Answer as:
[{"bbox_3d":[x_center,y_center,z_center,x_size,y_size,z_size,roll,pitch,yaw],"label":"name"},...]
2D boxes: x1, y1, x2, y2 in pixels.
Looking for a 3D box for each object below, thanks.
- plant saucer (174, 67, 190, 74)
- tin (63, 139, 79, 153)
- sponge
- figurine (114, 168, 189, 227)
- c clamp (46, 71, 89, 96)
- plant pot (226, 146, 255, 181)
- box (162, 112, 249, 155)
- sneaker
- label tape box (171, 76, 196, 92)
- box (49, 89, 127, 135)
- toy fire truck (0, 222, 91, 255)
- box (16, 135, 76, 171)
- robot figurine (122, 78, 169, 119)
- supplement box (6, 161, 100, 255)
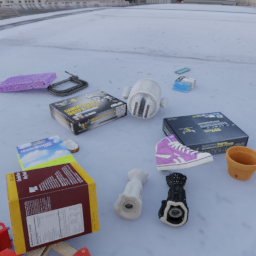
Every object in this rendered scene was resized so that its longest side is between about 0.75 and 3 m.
[{"bbox_3d":[3.223,-3.370,16.524,1.120,0.106,0.392,-27,40,-36],"label":"plant saucer"},{"bbox_3d":[-1.993,0.618,9.720,0.439,0.164,0.784,-18,34,-35],"label":"tin"},{"bbox_3d":[-5.081,-2.337,14.151,2.604,0.388,1.453,-5,29,10],"label":"sponge"},{"bbox_3d":[0.689,1.664,7.496,1.837,0.791,1.792,5,23,10],"label":"figurine"},{"bbox_3d":[-3.231,-2.245,14.474,2.129,0.338,2.492,21,35,23],"label":"c clamp"},{"bbox_3d":[3.402,1.095,8.365,0.989,0.692,0.989,0,30,0],"label":"plant pot"},{"bbox_3d":[2.671,0.189,9.966,2.411,0.615,1.901,-7,32,-12],"label":"box"},{"bbox_3d":[1.510,0.649,8.071,1.811,1.033,0.656,-12,-7,39],"label":"sneaker"},{"bbox_3d":[2.869,-2.260,14.349,0.865,0.399,1.208,17,33,27],"label":"label tape box"},{"bbox_3d":[-1.619,-0.752,11.561,2.547,0.616,2.017,-22,37,-33],"label":"box"},{"bbox_3d":[-2.029,2.666,5.734,1.826,0.631,2.589,-21,34,-37],"label":"toy fire truck"},{"bbox_3d":[-2.340,1.157,8.366,1.467,0.573,2.405,-16,34,-26],"label":"box"},{"bbox_3d":[0.727,-1.267,11.755,1.960,1.305,2.311,17,33,1],"label":"robot figurine"},{"bbox_3d":[-1.766,1.659,6.359,1.723,1.144,1.699,-8,12,-24],"label":"supplement box"}]
